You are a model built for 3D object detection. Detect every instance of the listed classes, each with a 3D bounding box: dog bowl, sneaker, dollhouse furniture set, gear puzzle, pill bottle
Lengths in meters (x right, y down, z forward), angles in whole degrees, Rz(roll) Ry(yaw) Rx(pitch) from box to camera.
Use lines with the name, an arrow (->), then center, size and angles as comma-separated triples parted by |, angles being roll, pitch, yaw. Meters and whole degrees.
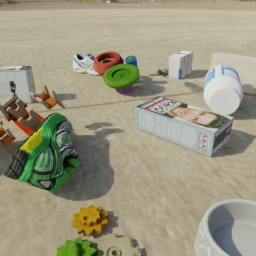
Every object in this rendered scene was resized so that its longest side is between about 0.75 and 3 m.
dog bowl -> 1.770, 1.656, 4.107 | 1.541, 0.452, 1.541 | 1, 28, 0
sneaker -> -1.559, -2.804, 12.260 | 1.922, 0.847, 0.723 | 9, 27, 14
dollhouse furniture set -> -2.617, -0.261, 7.119 | 1.755, 0.904, 1.736 | -45, 43, -16
gear puzzle -> -0.403, 1.874, 3.807 | 1.280, 0.324, 2.472 | -4, 28, -7
pill bottle -> 2.984, -1.193, 8.834 | 1.155, 1.155, 2.059 | 7, 29, 14
sneaker -> -1.600, 0.528, 5.991 | 1.132, 1.037, 2.658 | 34, 18, -11

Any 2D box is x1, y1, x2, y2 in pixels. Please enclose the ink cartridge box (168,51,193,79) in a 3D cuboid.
ink cartridge box -> 2.259, -2.709, 11.977 | 0.536, 0.920, 1.273 | 18, 33, 31

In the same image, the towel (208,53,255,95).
towel -> 3.918, -2.041, 10.340 | 1.941, 1.286, 0.335 | 21, 17, 33

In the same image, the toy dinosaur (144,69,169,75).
toy dinosaur -> 1.405, -2.410, 12.098 | 1.318, 0.313, 0.581 | -10, 14, -17

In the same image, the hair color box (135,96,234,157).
hair color box -> 1.394, -0.132, 7.279 | 2.257, 0.684, 1.117 | 22, 34, 35

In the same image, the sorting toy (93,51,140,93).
sorting toy -> -0.322, -2.010, 10.796 | 1.580, 1.079, 2.629 | -23, 45, -11

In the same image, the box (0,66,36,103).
box -> -4.173, -1.437, 9.324 | 1.970, 1.149, 0.592 | -1, 25, 0
